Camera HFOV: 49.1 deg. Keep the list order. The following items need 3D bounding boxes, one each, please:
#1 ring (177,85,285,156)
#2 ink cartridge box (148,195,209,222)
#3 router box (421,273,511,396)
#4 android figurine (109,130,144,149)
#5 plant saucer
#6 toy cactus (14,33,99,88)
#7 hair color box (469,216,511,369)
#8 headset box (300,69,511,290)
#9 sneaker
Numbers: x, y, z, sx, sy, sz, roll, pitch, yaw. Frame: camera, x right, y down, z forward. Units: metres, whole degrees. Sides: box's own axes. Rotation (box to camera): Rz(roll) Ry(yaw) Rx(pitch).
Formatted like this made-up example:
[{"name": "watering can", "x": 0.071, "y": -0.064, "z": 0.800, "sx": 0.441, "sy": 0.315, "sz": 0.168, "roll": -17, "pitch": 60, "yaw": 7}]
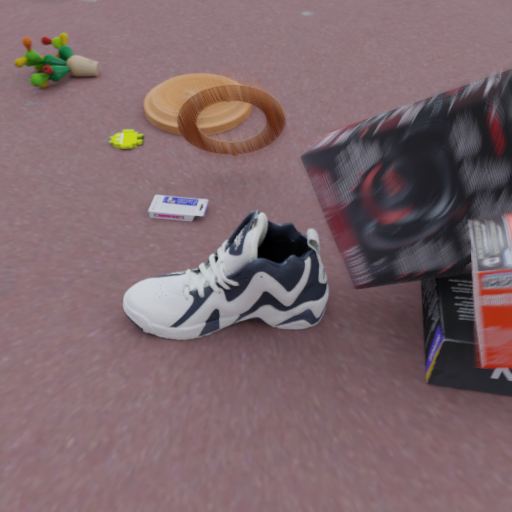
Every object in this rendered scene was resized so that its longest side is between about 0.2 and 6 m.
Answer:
[{"name": "ring", "x": -0.449, "y": -2.389, "z": 10.239, "sx": 1.980, "sy": 1.980, "sz": 0.190, "roll": -2, "pitch": 67, "yaw": -2}, {"name": "ink cartridge box", "x": -1.446, "y": -0.892, "z": 10.521, "sx": 1.068, "sy": 0.198, "sz": 0.506, "roll": 4, "pitch": 44, "yaw": 8}, {"name": "router box", "x": 4.678, "y": 0.559, "z": 8.367, "sx": 4.191, "sy": 1.095, "sz": 3.295, "roll": 7, "pitch": 45, "yaw": 7}, {"name": "android figurine", "x": -2.835, "y": -2.538, "z": 12.242, "sx": 0.736, "sy": 0.151, "sz": 0.670, "roll": -1, "pitch": 44, "yaw": -4}, {"name": "plant saucer", "x": -1.372, "y": -3.670, "z": 13.218, "sx": 2.548, "sy": 0.411, "sz": 2.548, "roll": 1, "pitch": 44, "yaw": -1}, {"name": "toy cactus", "x": -4.981, "y": -5.012, "z": 14.268, "sx": 1.867, "sy": 1.157, "sz": 2.262, "roll": 7, "pitch": 35, "yaw": -7}, {"name": "hair color box", "x": 2.790, "y": 0.451, "z": 6.468, "sx": 0.519, "sy": 1.623, "sz": 0.900, "roll": -6, "pitch": 40, "yaw": 20}, {"name": "headset box", "x": 2.133, "y": -0.855, "z": 7.492, "sx": 2.932, "sy": 2.179, "sz": 1.100, "roll": -13, "pitch": 21, "yaw": 36}, {"name": "sneaker", "x": -0.458, "y": 0.159, "z": 8.128, "sx": 3.105, "sy": 2.020, "sz": 1.239, "roll": 2, "pitch": 44, "yaw": 3}]
